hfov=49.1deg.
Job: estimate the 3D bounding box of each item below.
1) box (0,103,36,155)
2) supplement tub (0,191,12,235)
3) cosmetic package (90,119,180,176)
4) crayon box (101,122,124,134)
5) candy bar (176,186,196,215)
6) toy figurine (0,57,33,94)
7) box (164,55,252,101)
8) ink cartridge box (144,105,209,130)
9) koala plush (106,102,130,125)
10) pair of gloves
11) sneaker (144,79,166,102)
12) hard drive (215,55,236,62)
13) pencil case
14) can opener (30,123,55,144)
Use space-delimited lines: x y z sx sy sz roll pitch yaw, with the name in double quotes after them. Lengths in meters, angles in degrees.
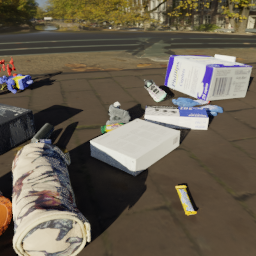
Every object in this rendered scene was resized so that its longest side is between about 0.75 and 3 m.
-4.059 -0.018 8.735 1.589 0.949 1.616 11 28 25 "box"
-3.106 1.452 5.248 1.737 1.064 1.064 11 26 26 "supplement tub"
0.249 0.448 8.140 1.636 0.561 2.170 21 32 36 "cosmetic package"
-0.407 0.092 9.351 0.794 0.232 0.685 -12 26 -26 "crayon box"
1.268 1.577 6.157 0.245 0.109 0.983 -2 23 -3 "candy bar"
-5.570 -2.437 13.721 1.687 1.486 2.817 9 26 7 "toy figurine"
3.683 -2.438 13.146 2.647 1.510 2.878 -8 25 -32 "box"
1.711 -0.396 10.149 2.187 0.483 1.028 3 25 6 "ink cartridge box"
-0.410 -0.484 10.103 0.833 0.803 0.906 6 21 -20 "koala plush"
2.884 -0.930 11.676 1.695 0.240 2.109 -6 24 -12 "pair of gloves"
1.082 -1.771 12.494 0.581 1.046 1.496 -43 22 0 "sneaker"
4.805 -2.833 14.235 0.206 1.623 1.070 -16 28 -40 "hard drive"
-1.584 1.289 5.522 1.308 1.138 2.925 -22 28 -13 "pencil case"
-2.564 0.541 8.155 0.706 0.559 2.125 32 21 -14 "can opener"
